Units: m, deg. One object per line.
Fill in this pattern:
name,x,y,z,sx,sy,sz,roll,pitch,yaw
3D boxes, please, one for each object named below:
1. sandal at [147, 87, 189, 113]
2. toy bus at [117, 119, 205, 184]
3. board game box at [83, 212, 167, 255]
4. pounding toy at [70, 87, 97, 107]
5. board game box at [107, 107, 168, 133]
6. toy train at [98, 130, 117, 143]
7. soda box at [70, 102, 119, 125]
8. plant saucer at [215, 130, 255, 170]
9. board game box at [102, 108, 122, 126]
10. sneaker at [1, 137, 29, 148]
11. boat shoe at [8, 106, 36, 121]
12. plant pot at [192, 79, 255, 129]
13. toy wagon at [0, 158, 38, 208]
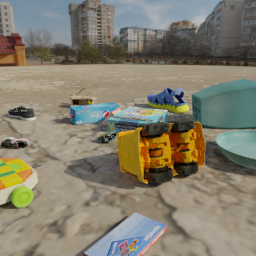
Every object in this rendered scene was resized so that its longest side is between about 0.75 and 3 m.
sandal,2.154,-1.631,15.182,1.117,1.223,2.809,-16,21,-38
toy bus,0.722,0.576,7.761,2.179,1.479,2.092,-8,2,-31
board game box,0.004,1.969,4.876,0.744,0.140,1.444,10,19,36
pounding toy,-2.601,-1.696,15.521,1.929,1.106,1.103,10,15,31
board game box,0.472,-0.328,11.856,1.850,0.575,2.451,6,18,21
toy train,-0.729,0.315,10.148,0.481,0.360,0.844,-4,14,22
soda box,-1.501,-0.686,12.844,2.170,0.696,0.736,-8,18,-28
plant saucer,4.119,0.698,8.508,2.869,0.516,2.869,-1,17,0
board game box,-0.691,-0.491,12.281,0.215,0.705,0.930,46,25,3
sneaker,-3.798,0.521,9.394,0.902,0.362,0.389,-6,19,-17
boat shoe,-5.090,-0.790,13.392,1.931,0.582,0.730,11,19,32
plant pot,4.170,-0.976,12.083,2.581,1.823,1.824,-7,17,-3
toy wagon,-3.484,1.366,6.194,2.745,0.543,2.129,-14,21,-39
